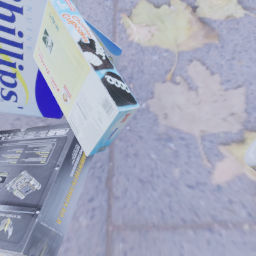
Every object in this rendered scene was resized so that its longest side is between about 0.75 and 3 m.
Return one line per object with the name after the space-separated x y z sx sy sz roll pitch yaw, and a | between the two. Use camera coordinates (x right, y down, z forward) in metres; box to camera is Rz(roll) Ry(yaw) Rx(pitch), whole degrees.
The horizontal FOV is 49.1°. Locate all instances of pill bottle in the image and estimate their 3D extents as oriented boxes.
1.934 0.478 3.376 0.888 0.532 0.532 36 64 2 | pill bottle

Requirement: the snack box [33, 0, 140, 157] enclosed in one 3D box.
-0.376 -0.384 2.115 0.196 0.613 1.055 -18 68 -38 | snack box

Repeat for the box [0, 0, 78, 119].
-1.601 -1.168 3.345 1.881 1.730 0.987 6 31 -9 | box

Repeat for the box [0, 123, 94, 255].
-1.495 0.732 3.536 1.974 0.477 1.563 -6 51 29 | box

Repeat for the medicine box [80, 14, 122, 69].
-1.753 -1.718 5.583 2.521 2.296 1.297 26 98 18 | medicine box
